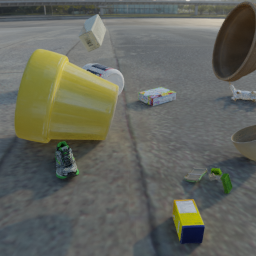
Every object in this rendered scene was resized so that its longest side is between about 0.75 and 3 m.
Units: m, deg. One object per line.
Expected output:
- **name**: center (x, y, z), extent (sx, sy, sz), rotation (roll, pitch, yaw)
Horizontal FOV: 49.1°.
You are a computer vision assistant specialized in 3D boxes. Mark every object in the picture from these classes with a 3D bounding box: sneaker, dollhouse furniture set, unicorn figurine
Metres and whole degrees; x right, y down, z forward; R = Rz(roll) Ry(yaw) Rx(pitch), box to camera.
- **sneaker**: center (-1.794, 0.898, 7.863), extent (0.601, 0.656, 1.539), rotation (-11, 28, -22)
- **dollhouse furniture set**: center (2.126, 1.386, 7.400), extent (1.146, 0.442, 0.573), rotation (-3, 25, 43)
- **unicorn figurine**: center (5.455, -1.633, 13.295), extent (1.985, 0.733, 1.363), rotation (26, 23, 18)

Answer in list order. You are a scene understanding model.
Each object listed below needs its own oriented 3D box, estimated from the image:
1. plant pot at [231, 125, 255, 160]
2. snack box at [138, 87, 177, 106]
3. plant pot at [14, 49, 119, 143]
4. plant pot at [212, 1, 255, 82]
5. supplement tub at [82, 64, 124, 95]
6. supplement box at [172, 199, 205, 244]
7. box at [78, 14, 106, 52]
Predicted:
- **plant pot**: center (3.808, 0.489, 8.387), extent (1.180, 0.792, 1.180), rotation (-24, 14, 6)
- **snack box**: center (1.388, -1.513, 13.240), extent (1.499, 0.397, 1.066), rotation (-18, 31, -33)
- **plant pot**: center (-1.870, -0.799, 9.252), extent (2.778, 2.953, 2.953), rotation (14, 24, -9)
- **plant pot**: center (3.518, -2.429, 8.299), extent (1.050, 2.276, 2.276), rotation (10, 24, -11)
- **supplement tub**: center (-1.325, -2.338, 13.733), extent (1.453, 1.453, 2.070), rotation (-20, 32, -35)
- **supplement box**: center (1.247, 1.945, 5.883), extent (0.454, 0.457, 0.835), rotation (-1, 26, -4)
- **box**: center (-1.569, -4.282, 12.583), extent (0.700, 0.855, 1.801), rotation (-18, 37, 21)
